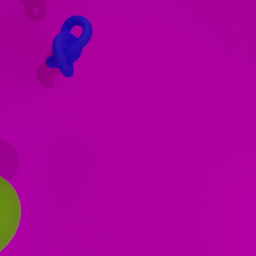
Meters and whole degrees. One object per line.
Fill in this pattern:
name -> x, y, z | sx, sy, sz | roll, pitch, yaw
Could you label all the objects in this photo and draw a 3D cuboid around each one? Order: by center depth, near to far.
ball -> -1.980, 1.119, 3.571 | 1.141, 1.141, 1.141 | 0, 77, 0
knot shape -> -1.102, -1.386, 5.055 | 0.533, 1.080, 1.154 | 25, 66, -17
